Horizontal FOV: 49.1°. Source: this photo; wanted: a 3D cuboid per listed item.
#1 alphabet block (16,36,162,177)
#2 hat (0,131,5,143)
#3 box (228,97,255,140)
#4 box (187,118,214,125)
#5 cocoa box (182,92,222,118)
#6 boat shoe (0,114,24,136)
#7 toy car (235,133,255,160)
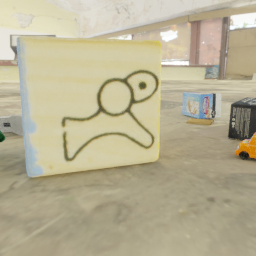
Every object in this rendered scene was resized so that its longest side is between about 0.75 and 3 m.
[{"bbox_3d":[-1.105,-0.693,6.985,2.953,2.885,2.900,-4,15,-21],"label":"alphabet block"},{"bbox_3d":[-4.161,0.861,6.010,2.427,2.136,2.010,23,-28,-36],"label":"hat"},{"bbox_3d":[4.551,-0.279,8.987,1.996,1.141,2.192,10,16,33],"label":"box"},{"bbox_3d":[2.921,-0.258,11.304,0.945,0.101,0.773,7,14,26],"label":"box"},{"bbox_3d":[3.230,-1.039,12.453,1.047,1.064,1.596,-3,10,-17],"label":"cocoa box"},{"bbox_3d":[-3.679,-0.134,9.503,2.031,0.731,0.667,-2,14,30],"label":"boat shoe"},{"bbox_3d":[3.820,0.292,7.293,2.353,0.783,1.154,-11,17,-37],"label":"toy car"}]
